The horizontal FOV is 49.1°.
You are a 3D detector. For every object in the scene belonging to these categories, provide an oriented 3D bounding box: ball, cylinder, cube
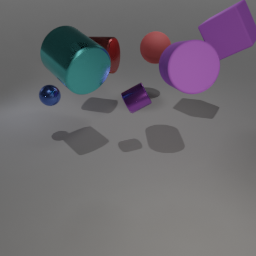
[{"bbox_3d":[1.239,-3.603,12.595,1.400,1.400,1.400,0,30,0],"label":"ball"},{"bbox_3d":[-1.420,-1.837,7.586,1.400,1.400,1.400,-23,50,-34],"label":"cylinder"},{"bbox_3d":[-2.568,-1.072,9.210,0.700,0.700,0.700,0,30,0],"label":"ball"},{"bbox_3d":[0.253,-0.890,8.357,0.700,0.700,0.700,-28,30,8],"label":"cylinder"},{"bbox_3d":[1.678,-1.750,7.942,1.400,1.400,1.400,-2,16,-4],"label":"cylinder"},{"bbox_3d":[3.571,-3.413,9.868,1.400,1.400,1.400,-19,18,42],"label":"cube"},{"bbox_3d":[-1.181,-2.908,11.160,1.400,1.400,1.400,7,30,17],"label":"cylinder"}]
